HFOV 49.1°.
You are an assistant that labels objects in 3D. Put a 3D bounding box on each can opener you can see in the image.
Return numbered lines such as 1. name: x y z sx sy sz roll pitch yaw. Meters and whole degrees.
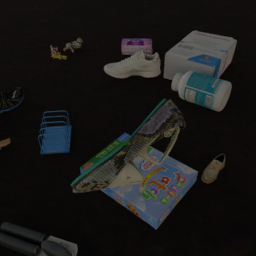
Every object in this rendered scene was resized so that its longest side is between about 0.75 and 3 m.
1. can opener: -1.913 2.350 5.794 1.888 0.627 0.497 9 41 18

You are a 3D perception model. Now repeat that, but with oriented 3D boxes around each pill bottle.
1. pill bottle: 2.545 -1.375 9.901 1.928 1.068 1.068 24 45 26

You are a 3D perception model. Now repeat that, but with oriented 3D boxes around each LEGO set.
1. LEGO set: -3.326 -3.552 13.065 0.535 0.433 1.163 -25 46 -27

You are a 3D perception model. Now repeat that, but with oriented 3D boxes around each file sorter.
1. file sorter: -2.177 0.101 8.392 0.821 0.726 1.183 -3 39 -5

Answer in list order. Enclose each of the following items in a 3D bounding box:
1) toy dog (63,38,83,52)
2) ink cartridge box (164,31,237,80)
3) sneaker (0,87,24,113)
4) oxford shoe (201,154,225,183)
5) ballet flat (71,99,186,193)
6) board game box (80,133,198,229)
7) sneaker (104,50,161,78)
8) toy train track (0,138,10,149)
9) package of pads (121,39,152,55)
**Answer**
1. toy dog: -2.528 -3.909 13.472 0.517 0.708 1.073 48 55 -4
2. ink cartridge box: 3.033 -2.904 11.670 2.032 1.190 2.812 22 46 25
3. sneaker: -4.410 -0.968 9.655 0.653 0.763 1.842 30 48 30
4. oxford shoe: 2.284 1.053 7.488 0.374 0.390 1.058 25 46 27
5. ballet flat: 0.162 0.544 5.594 2.751 0.990 0.990 -42 52 -14
6. board game box: 0.274 1.204 7.261 2.434 0.445 1.841 28 46 29
7. sneaker: 0.176 -2.655 11.410 2.330 1.161 0.872 -3 41 -1
8. toy train track: -4.034 0.441 8.349 1.125 0.319 1.962 -20 37 -12
9. package of pads: 0.425 -3.858 13.334 1.483 0.561 0.894 1 39 2
